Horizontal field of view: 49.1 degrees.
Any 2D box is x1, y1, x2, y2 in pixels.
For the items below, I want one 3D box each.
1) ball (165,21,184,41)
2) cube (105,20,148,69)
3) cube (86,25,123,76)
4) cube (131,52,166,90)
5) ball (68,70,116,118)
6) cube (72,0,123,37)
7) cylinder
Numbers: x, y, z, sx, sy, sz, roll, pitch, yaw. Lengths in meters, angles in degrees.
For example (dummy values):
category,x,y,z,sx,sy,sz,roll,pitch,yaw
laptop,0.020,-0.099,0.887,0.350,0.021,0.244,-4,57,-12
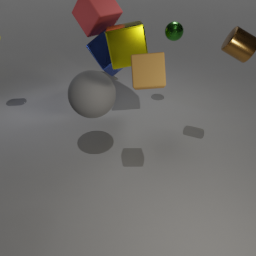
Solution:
category,x,y,z,sx,sy,sz,roll,pitch,yaw
ball,1.743,-3.650,10.578,0.700,0.700,0.700,0,32,0
cube,-0.030,-3.215,10.770,1.400,1.400,1.400,-10,27,3
cube,-0.742,-3.385,12.515,1.400,1.400,1.400,-37,-9,10
cube,0.451,-1.230,6.164,0.700,0.700,0.700,-3,4,5
ball,-1.056,-0.987,8.221,1.400,1.400,1.400,0,32,0
cube,-1.377,-5.133,12.422,1.400,1.400,1.400,-30,85,-38
cylinder,2.958,-2.198,7.395,0.700,0.700,0.700,30,34,-4
